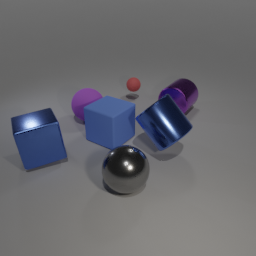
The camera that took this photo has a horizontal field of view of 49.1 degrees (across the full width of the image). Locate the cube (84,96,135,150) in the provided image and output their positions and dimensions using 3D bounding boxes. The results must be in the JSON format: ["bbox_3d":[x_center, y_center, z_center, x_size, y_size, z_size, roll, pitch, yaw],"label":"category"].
[{"bbox_3d":[-0.669,-0.235,10.642,1.400,1.400,1.400,19,34,30],"label":"cube"}]

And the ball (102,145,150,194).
[{"bbox_3d":[-0.067,1.197,8.169,1.400,1.400,1.400,0,30,0],"label":"ball"}]

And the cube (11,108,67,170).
[{"bbox_3d":[-3.014,0.326,9.462,1.400,1.400,1.400,-17,29,-18],"label":"cube"}]

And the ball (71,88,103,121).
[{"bbox_3d":[-1.686,-0.984,11.844,1.400,1.400,1.400,0,30,0],"label":"ball"}]

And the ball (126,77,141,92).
[{"bbox_3d":[0.270,-2.130,13.761,0.700,0.700,0.700,0,30,0],"label":"ball"}]

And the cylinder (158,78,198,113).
[{"bbox_3d":[2.277,-1.378,12.636,1.400,1.400,1.400,17,34,27],"label":"cylinder"}]

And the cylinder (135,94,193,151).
[{"bbox_3d":[1.202,-0.187,9.397,1.400,1.400,1.400,53,44,0],"label":"cylinder"}]
